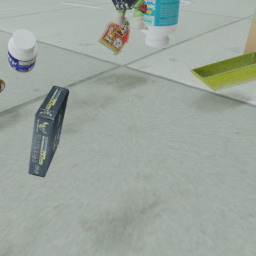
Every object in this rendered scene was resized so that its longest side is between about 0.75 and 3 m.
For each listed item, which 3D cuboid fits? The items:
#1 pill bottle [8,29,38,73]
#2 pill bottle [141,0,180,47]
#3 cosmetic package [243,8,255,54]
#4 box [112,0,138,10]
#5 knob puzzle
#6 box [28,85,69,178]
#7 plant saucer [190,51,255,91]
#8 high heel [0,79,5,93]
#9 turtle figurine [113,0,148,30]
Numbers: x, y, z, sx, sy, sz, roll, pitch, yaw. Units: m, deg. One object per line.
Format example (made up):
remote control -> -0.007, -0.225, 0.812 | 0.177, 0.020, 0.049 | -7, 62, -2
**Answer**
pill bottle -> -2.817, -2.055, 7.504 | 0.749, 0.749, 1.251 | -19, -7, -27
pill bottle -> 1.089, -4.179, 9.730 | 1.388, 2.505, 1.388 | 0, 31, 0
cosmetic package -> 4.331, -2.910, 8.431 | 1.244, 2.365, 0.841 | -26, 46, -27
box -> -0.146, -3.113, 6.117 | 0.469, 0.885, 0.541 | 18, 68, 38
knob puzzle -> -0.347, -3.437, 10.252 | 1.395, 1.395, 0.193 | -22, 45, -30
box -> -0.927, 0.038, 3.285 | 0.222, 0.870, 0.686 | 15, 34, -6
plant saucer -> 1.291, -0.691, 3.445 | 0.909, 0.218, 0.910 | -15, 17, 8
high heel -> -3.114, -1.004, 6.474 | 2.286, 0.816, 1.630 | 0, 19, 35
turtle figurine -> 0.362, -4.006, 7.974 | 1.574, 2.121, 2.187 | 9, 27, -2
